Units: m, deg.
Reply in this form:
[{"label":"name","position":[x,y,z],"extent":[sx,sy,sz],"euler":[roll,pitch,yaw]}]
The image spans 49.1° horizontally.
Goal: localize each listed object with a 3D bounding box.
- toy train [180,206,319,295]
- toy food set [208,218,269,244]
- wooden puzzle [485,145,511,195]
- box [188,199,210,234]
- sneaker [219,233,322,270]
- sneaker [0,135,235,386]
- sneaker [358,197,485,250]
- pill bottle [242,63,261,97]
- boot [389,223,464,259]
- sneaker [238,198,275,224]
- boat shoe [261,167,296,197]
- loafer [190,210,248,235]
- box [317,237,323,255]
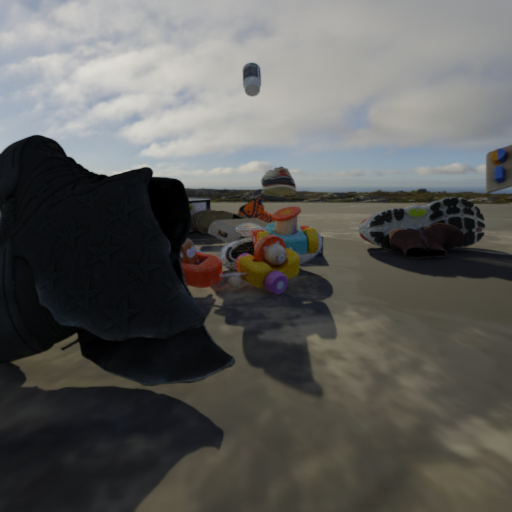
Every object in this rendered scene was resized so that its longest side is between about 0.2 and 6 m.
[{"label":"toy train","position":[-0.192,-0.201,7.895],"extent":[1.895,0.702,2.523],"euler":[12,28,26]},{"label":"toy food set","position":[-0.173,-0.529,13.998],"extent":[1.703,0.514,1.222],"euler":[-7,21,-37]},{"label":"wooden puzzle","position":[5.403,-1.967,11.890],"extent":[0.282,1.128,1.218],"euler":[32,-34,-31]},{"label":"box","position":[-2.778,-1.158,16.478],"extent":[1.963,1.012,3.366],"euler":[2,7,15]},{"label":"sneaker","position":[0.304,-0.061,9.224],"extent":[1.791,0.654,0.634],"euler":[-12,4,-13]},{"label":"sneaker","position":[-1.368,-0.233,4.924],"extent":[1.824,1.050,3.496],"euler":[-19,40,3]},{"label":"sneaker","position":[3.797,-0.751,12.967],"extent":[2.983,1.149,1.267],"euler":[-1,2,-10]},{"label":"pill bottle","position":[-0.117,-4.771,15.172],"extent":[0.500,0.885,0.500],"euler":[-1,-34,-1]},{"label":"boot","position":[3.618,-0.207,11.393],"extent":[1.693,0.612,1.408],"euler":[1,19,-4]},{"label":"sneaker","position":[0.328,-1.259,17.201],"extent":[1.855,1.039,0.720],"euler":[0,7,2]},{"label":"boat shoe","position":[0.582,-1.981,14.749],"extent":[0.846,0.744,2.377],"euler":[12,2,-6]},{"label":"loafer","position":[-0.958,-0.988,16.252],"extent":[1.967,0.748,0.663],"euler":[-5,3,-32]},{"label":"box","position":[1.036,-0.236,11.572],"extent":[0.542,0.382,0.733],"euler":[-1,6,-11]}]
